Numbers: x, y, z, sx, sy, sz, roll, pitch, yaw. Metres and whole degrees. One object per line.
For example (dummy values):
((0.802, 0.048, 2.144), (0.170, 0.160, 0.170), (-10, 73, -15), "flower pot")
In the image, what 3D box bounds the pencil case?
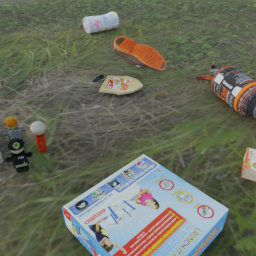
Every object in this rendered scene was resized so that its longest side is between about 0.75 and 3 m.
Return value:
((-2.032, -8.083, 21.398), (2.772, 1.257, 1.152), (-25, 14, -28), "pencil case")

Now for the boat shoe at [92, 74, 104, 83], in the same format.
((-1.529, -2.523, 14.280), (0.830, 0.275, 0.310), (-29, 44, -35), "boat shoe")

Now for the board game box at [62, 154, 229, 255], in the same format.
((0.418, 2.234, 6.938), (2.917, 0.815, 2.856), (-28, 44, -34), "board game box")

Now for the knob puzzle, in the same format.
((-0.238, -1.998, 13.508), (2.111, 0.293, 2.111), (0, 34, 0), "knob puzzle")

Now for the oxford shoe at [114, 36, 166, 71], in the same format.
((0.414, -2.519, 9.924), (1.991, 0.726, 0.710), (31, 66, 5), "oxford shoe")

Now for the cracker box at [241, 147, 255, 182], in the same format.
((4.425, 1.267, 8.642), (1.618, 0.467, 1.084), (14, 37, 21), "cracker box")

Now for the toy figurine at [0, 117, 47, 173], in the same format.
((-3.662, 0.452, 9.192), (1.673, 1.182, 1.700), (14, 37, 19), "toy figurine")

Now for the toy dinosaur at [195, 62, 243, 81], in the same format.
((4.743, -2.272, 13.791), (2.213, 1.162, 2.008), (-33, 46, 27), "toy dinosaur")

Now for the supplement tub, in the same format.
((4.764, -1.473, 11.733), (1.433, 1.433, 2.680), (-11, 37, -16), "supplement tub")

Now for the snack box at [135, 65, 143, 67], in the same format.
((0.701, -3.873, 16.181), (0.827, 0.332, 0.981), (-16, 37, -21), "snack box")
